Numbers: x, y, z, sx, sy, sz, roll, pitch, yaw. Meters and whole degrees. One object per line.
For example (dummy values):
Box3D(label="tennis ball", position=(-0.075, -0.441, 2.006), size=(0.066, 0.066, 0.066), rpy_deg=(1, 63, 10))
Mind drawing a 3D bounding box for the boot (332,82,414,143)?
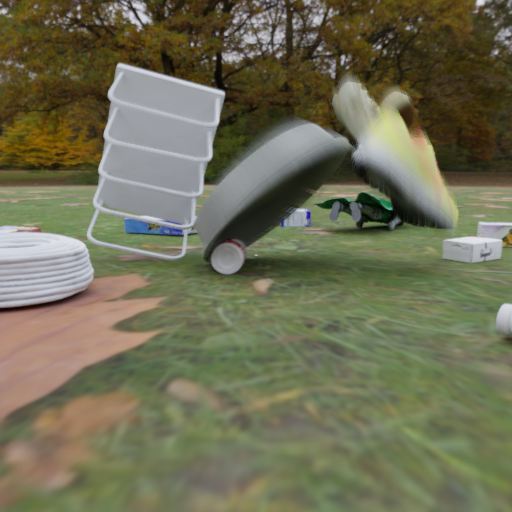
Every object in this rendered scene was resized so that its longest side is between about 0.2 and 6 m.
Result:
Box3D(label="boot", position=(1.749, -2.230, 8.660), size=(0.624, 1.340, 1.733), rpy_deg=(-30, -20, -6))

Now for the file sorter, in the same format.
Box3D(label="file sorter", position=(-1.551, -1.354, 8.479), size=(1.640, 2.364, 1.472), rpy_deg=(12, 30, -11))

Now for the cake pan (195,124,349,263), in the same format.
Box3D(label="cake pan", position=(0.169, -0.927, 8.224), size=(2.695, 0.494, 2.695), rpy_deg=(-38, -10, -8))

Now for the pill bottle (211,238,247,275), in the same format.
Box3D(label="pill bottle", position=(-0.378, -0.015, 8.203), size=(0.457, 0.457, 0.801), rpy_deg=(1, 9, 5))

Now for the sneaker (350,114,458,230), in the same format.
Box3D(label="sneaker", position=(2.293, -1.146, 7.934), size=(0.866, 1.000, 2.216), rpy_deg=(7, -23, 49))

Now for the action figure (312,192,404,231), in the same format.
Box3D(label="action figure", position=(2.929, -1.035, 13.682), size=(1.738, 0.804, 2.942), rpy_deg=(6, 4, 41))

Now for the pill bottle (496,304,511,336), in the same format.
Box3D(label="pill bottle", position=(2.382, 0.589, 4.679), size=(0.363, 0.363, 0.643), rpy_deg=(-8, 13, -43))

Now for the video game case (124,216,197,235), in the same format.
Box3D(label="video game case", position=(-1.999, -0.737, 13.114), size=(1.605, 0.365, 1.455), rpy_deg=(4, 10, 25))

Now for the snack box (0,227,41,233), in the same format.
Box3D(label="snack box", position=(-4.987, -0.291, 10.519), size=(0.845, 0.286, 2.350), rpy_deg=(1, 9, 5))

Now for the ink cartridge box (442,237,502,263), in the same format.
Box3D(label="ink cartridge box", position=(3.544, -0.106, 9.203), size=(0.798, 0.338, 0.581), rpy_deg=(-4, 10, -33))

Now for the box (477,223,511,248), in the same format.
Box3D(label="box", position=(5.397, -0.375, 10.555), size=(2.290, 0.443, 0.475), rpy_deg=(2, 9, 13))

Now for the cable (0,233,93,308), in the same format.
Box3D(label="cable", position=(-2.891, 0.136, 6.588), size=(1.895, 0.656, 1.895), rpy_deg=(4, 10, 21))

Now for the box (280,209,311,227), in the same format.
Box3D(label="box", position=(1.007, -0.999, 14.667), size=(0.779, 0.409, 0.717), rpy_deg=(-1, 8, -1))
